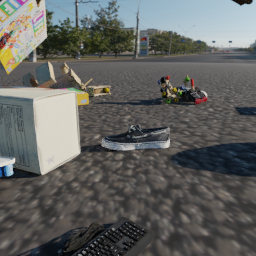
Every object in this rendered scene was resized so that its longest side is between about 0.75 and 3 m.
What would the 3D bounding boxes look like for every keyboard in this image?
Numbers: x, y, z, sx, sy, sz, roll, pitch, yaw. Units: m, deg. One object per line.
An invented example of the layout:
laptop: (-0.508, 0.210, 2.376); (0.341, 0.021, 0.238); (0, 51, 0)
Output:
keyboard: (-0.395, 1.377, 3.173); (0.796, 0.303, 1.529); (12, 19, 34)

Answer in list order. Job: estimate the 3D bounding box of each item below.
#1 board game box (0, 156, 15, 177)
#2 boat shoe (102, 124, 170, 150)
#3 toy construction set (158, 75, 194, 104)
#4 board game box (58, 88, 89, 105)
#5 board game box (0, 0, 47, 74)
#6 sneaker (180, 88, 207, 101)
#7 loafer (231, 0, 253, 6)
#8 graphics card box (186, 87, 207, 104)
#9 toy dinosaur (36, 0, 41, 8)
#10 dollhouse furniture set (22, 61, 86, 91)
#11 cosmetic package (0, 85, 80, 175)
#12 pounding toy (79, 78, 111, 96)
board game box: (-3.419, 0.794, 4.403); (2.271, 0.294, 2.271); (2, 10, 31)
boat shoe: (0.197, 0.190, 6.783); (1.672, 0.567, 0.600); (-1, 16, -3)
toy construction set: (2.096, -1.545, 12.242); (1.582, 1.215, 1.319); (-12, -34, 21)
board game box: (-3.178, -1.277, 12.021); (2.439, 0.492, 1.866); (-10, 19, -31)
board game box: (-3.015, -2.608, 7.624); (1.777, 0.452, 2.643); (-50, 7, -14)
sneaker: (2.834, -1.559, 12.974); (1.537, 0.511, 0.695); (15, 19, 37)
loafer: (2.643, -3.342, 6.555); (2.923, 1.038, 1.067); (9, 46, 13)
graphics card box: (2.975, -1.414, 12.214); (0.565, 0.229, 0.901); (-18, 46, -14)
toy dinosaur: (-1.082, -2.161, 4.262); (0.759, 0.431, 1.429); (-19, 29, -8)
dollhouse furniture set: (-3.412, -1.835, 13.434); (2.083, 2.443, 1.193); (-26, 56, 10)
cosmetic package: (-2.656, -0.132, 6.198); (2.979, 1.540, 1.300); (9, 19, 26)
pounding toy: (-1.627, -2.058, 14.050); (1.516, 0.870, 0.867); (-6, 13, -20)
